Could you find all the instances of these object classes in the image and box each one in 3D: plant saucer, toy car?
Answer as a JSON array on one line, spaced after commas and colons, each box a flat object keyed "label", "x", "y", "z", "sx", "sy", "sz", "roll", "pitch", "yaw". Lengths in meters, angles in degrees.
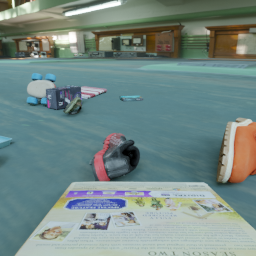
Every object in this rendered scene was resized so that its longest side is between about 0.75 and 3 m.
[{"label": "plant saucer", "x": -3.962, "y": 0.288, "z": 7.151, "sx": 2.113, "sy": 0.200, "sz": 0.739, "roll": 10, "pitch": 19, "yaw": 27}, {"label": "toy car", "x": -3.391, "y": -1.450, "z": 11.716, "sx": 1.196, "sy": 1.247, "sz": 1.353, "roll": 4, "pitch": -11, "yaw": 12}]

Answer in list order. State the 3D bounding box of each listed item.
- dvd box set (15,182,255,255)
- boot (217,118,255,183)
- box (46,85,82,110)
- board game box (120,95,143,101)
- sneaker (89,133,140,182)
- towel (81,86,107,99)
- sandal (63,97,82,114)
[{"label": "dvd box set", "x": 0.172, "y": 1.120, "z": 2.916, "sx": 2.130, "sy": 0.428, "sz": 2.912, "roll": 0, "pitch": 4, "yaw": -1}, {"label": "boot", "x": 2.594, "y": 0.441, "z": 5.402, "sx": 1.450, "sy": 1.015, "sz": 2.705, "roll": 17, "pitch": 22, "yaw": 30}, {"label": "box", "x": -2.514, "y": -1.221, "z": 11.038, "sx": 0.668, "sy": 0.769, "sz": 1.259, "roll": 12, "pitch": 20, "yaw": 39}, {"label": "board game box", "x": 0.146, "y": -1.331, "z": 12.508, "sx": 0.932, "sy": 0.131, "sz": 0.630, "roll": -5, "pitch": 17, "yaw": -15}, {"label": "sneaker", "x": -0.135, "y": 0.495, "z": 5.471, "sx": 0.831, "sy": 0.601, "sz": 1.701, "roll": -14, "pitch": 15, "yaw": 12}, {"label": "towel", "x": -2.047, "y": -1.722, "z": 13.681, "sx": 1.374, "sy": 0.217, "sz": 1.907, "roll": 9, "pitch": 21, "yaw": 21}, {"label": "sandal", "x": -1.900, "y": -0.698, "z": 9.920, "sx": 0.438, "sy": 0.610, "sz": 1.535, "roll": 36, "pitch": 13, "yaw": -7}]
